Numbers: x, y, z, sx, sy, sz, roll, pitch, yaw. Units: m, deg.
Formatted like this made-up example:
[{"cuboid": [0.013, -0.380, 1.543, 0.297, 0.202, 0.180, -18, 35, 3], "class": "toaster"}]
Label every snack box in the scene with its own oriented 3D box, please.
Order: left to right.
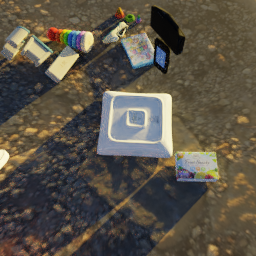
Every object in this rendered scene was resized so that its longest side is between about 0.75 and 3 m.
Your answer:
[{"cuboid": [2.489, 1.413, 10.239, 1.441, 0.382, 1.025, 1, 63, 0], "class": "snack box"}]

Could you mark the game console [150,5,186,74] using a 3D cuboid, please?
[{"cuboid": [1.131, -2.491, 8.601, 0.286, 2.370, 1.398, -28, 65, -12], "class": "game console"}]

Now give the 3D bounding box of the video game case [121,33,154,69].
[{"cuboid": [0.533, -3.568, 12.870, 1.252, 0.156, 1.750, -18, 65, -9], "class": "video game case"}]

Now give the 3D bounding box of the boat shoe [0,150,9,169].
[{"cuboid": [-3.977, 1.009, 7.498, 0.801, 2.226, 0.731, -25, 108, 14], "class": "boat shoe"}]

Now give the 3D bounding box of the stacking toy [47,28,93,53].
[{"cuboid": [-2.731, -4.119, 12.849, 2.170, 0.926, 0.926, 17, 64, 16], "class": "stacking toy"}]

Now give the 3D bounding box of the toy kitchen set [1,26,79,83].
[{"cuboid": [-3.930, -3.249, 12.383, 2.603, 2.085, 1.533, 40, 65, -21], "class": "toy kitchen set"}]

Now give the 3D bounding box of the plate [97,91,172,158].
[{"cuboid": [0.319, -0.286, 11.054, 2.885, 0.466, 2.879, 3, 63, 1], "class": "plate"}]

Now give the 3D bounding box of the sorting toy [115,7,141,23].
[{"cuboid": [0.000, -5.552, 13.693, 1.379, 0.475, 0.478, 22, 65, 11], "class": "sorting toy"}]

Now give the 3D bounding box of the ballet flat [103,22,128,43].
[{"cuboid": [-0.543, -4.389, 13.119, 0.535, 0.535, 1.541, 33, 68, 15], "class": "ballet flat"}]
